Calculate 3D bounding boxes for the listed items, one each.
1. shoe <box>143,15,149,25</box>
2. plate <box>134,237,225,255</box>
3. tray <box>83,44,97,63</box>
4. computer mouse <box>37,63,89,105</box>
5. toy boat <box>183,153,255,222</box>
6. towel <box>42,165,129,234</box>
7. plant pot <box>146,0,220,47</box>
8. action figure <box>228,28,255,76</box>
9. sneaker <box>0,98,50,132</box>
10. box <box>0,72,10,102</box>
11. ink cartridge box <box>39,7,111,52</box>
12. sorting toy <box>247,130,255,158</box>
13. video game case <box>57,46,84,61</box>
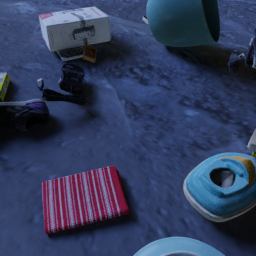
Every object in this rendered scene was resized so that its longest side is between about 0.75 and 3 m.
[{"bbox_3d":[0.921,-4.814,12.572,0.299,0.229,0.856,-23,47,-24],"label":"shoe"},{"bbox_3d":[0.889,2.687,4.233,2.267,0.290,2.267,0,43,0],"label":"plate"},{"bbox_3d":[-1.391,-2.714,10.199,0.445,0.167,0.903,16,38,-16],"label":"tray"},{"bbox_3d":[-1.981,-1.297,8.345,1.415,0.464,2.015,7,41,-21],"label":"computer mouse"},{"bbox_3d":[2.278,1.229,5.298,1.833,1.013,2.181,-29,49,-29],"label":"toy boat"},{"bbox_3d":[-0.882,1.417,5.717,1.655,0.186,1.197,-11,45,-10],"label":"towel"},{"bbox_3d":[1.967,-4.191,10.234,2.138,2.664,2.664,-7,36,30],"label":"plant pot"},{"bbox_3d":[3.003,-1.713,5.988,1.097,1.845,0.942,-10,79,-13],"label":"action figure"},{"bbox_3d":[-2.929,-0.247,7.235,1.770,0.670,0.775,-15,50,-16],"label":"sneaker"},{"bbox_3d":[-4.156,-1.190,8.490,0.834,0.344,1.422,-6,44,-6],"label":"box"},{"bbox_3d":[-2.063,-3.904,10.909,2.393,1.015,1.743,-15,39,-18],"label":"ink cartridge box"},{"bbox_3d":[4.106,0.391,6.399,2.219,0.777,2.233,25,48,25],"label":"sorting toy"},{"bbox_3d":[-2.087,-2.815,10.455,0.959,0.110,0.874,-18,45,-20],"label":"video game case"}]
